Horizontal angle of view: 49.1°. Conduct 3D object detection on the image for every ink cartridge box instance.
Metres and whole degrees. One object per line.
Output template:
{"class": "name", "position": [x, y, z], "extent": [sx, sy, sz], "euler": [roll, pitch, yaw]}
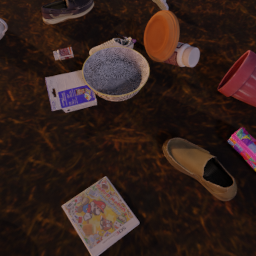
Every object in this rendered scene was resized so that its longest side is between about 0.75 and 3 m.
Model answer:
{"class": "ink cartridge box", "position": [-2.353, -1.520, 11.551], "extent": [1.822, 0.395, 1.805], "euler": [-13, 61, -10]}

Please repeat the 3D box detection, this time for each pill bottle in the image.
{"class": "pill bottle", "position": [1.993, -2.971, 11.238], "extent": [1.593, 0.909, 0.909], "euler": [27, 61, 39]}
{"class": "pill bottle", "position": [-2.897, -3.317, 12.557], "extent": [0.823, 0.470, 0.470], "euler": [-15, 61, -9]}

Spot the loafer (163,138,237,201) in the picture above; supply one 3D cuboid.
{"class": "loafer", "position": [2.509, 1.223, 9.623], "extent": [2.968, 1.001, 1.129], "euler": [36, 66, 19]}

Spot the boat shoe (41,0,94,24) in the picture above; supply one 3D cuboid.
{"class": "boat shoe", "position": [-2.960, -6.012, 13.861], "extent": [2.761, 0.895, 0.993], "euler": [-26, 63, -14]}

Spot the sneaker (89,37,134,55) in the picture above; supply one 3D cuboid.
{"class": "sneaker", "position": [-0.755, -3.619, 12.544], "extent": [2.016, 0.811, 0.770], "euler": [-11, 62, -4]}

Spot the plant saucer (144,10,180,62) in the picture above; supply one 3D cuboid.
{"class": "plant saucer", "position": [1.234, -3.651, 11.137], "extent": [0.370, 1.976, 1.976], "euler": [-4, 56, -34]}

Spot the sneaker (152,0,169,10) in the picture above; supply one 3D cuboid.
{"class": "sneaker", "position": [1.739, -6.549, 14.402], "extent": [0.490, 0.506, 1.384], "euler": [-28, 64, -12]}

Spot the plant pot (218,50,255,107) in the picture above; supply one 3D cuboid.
{"class": "plant pot", "position": [4.808, -1.772, 10.993], "extent": [1.713, 1.914, 1.914], "euler": [36, 65, 3]}

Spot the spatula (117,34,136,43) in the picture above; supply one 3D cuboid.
{"class": "spatula", "position": [-0.095, -4.267, 13.314], "extent": [1.079, 0.111, 0.305], "euler": [31, 63, 17]}

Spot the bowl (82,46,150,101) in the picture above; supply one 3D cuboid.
{"class": "bowl", "position": [-0.461, -1.938, 11.302], "extent": [2.614, 1.227, 2.614], "euler": [0, 58, 0]}

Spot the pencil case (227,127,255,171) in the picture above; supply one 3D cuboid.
{"class": "pencil case", "position": [4.455, 0.908, 9.873], "extent": [0.886, 0.886, 2.005], "euler": [-30, 61, -16]}

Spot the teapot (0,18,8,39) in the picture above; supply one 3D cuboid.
{"class": "teapot", "position": [-6.590, -4.781, 12.994], "extent": [1.608, 1.175, 1.587], "euler": [-29, 64, -17]}

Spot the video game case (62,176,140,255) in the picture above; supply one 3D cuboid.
{"class": "video game case", "position": [-0.904, 2.833, 9.147], "extent": [1.784, 0.224, 1.960], "euler": [-32, 65, -17]}
